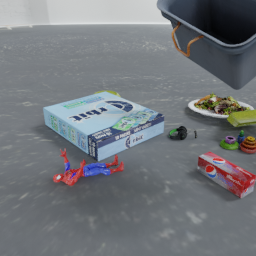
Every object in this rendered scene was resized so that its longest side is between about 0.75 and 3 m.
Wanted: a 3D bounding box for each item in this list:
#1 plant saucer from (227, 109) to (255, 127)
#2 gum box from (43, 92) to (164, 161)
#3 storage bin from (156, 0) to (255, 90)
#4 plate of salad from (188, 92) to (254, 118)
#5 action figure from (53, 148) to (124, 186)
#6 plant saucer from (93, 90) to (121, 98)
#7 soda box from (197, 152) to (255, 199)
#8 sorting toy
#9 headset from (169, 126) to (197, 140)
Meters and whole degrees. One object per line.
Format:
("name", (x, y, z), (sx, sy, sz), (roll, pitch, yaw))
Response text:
("plant saucer", (3.794, -0.306, 8.508), (1.384, 0.332, 1.386), (-8, -7, 15))
("gum box", (-0.796, -0.241, 8.721), (2.505, 0.657, 2.949), (-21, 32, -37))
("storage bin", (1.730, -1.781, 5.480), (1.628, 1.502, 2.236), (-39, 52, -4))
("plate of salad", (3.320, -0.860, 10.041), (2.261, 0.543, 2.261), (1, 20, 0))
("action figure", (-0.930, 0.804, 6.421), (1.621, 0.802, 0.529), (-15, 28, -23))
("plant saucer", (-0.914, -1.329, 11.582), (1.223, 0.190, 1.223), (-1, 25, 0))
("soda box", (2.172, 1.013, 6.306), (0.406, 0.448, 1.280), (-16, 29, -30))
("sorting toy", (3.101, 0.348, 7.756), (1.006, 0.413, 0.605), (11, 28, 23))
("headset", (1.635, 0.194, 8.347), (0.816, 0.383, 0.504), (-9, 27, 17))
